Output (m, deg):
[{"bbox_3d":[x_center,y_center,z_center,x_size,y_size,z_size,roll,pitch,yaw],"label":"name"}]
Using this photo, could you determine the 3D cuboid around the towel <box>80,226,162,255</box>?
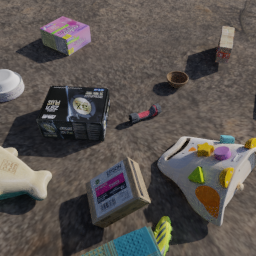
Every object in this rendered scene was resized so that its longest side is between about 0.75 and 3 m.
[{"bbox_3d":[-0.395,3.848,6.663,2.921,0.317,2.142,-24,49,-3],"label":"towel"}]

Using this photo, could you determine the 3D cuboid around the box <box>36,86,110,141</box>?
[{"bbox_3d":[-1.967,-0.591,10.662,2.364,1.018,1.936,4,48,3],"label":"box"}]

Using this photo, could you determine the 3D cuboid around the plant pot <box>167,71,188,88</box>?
[{"bbox_3d":[2.179,-2.091,12.461,0.954,0.441,0.954,0,48,0],"label":"plant pot"}]

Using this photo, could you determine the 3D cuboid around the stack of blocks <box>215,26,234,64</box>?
[{"bbox_3d":[4.723,-3.960,13.717,0.583,1.147,1.992,13,48,12],"label":"stack of blocks"}]

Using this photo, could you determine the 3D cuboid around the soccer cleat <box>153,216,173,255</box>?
[{"bbox_3d":[0.663,3.200,7.393,0.847,0.655,2.025,12,49,13],"label":"soccer cleat"}]

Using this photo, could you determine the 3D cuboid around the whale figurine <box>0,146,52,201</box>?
[{"bbox_3d":[-3.902,1.608,8.589,2.882,1.495,2.293,17,35,-16],"label":"whale figurine"}]

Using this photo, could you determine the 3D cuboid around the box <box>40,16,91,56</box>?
[{"bbox_3d":[-3.267,-4.870,14.700,1.947,0.941,1.713,28,53,23],"label":"box"}]

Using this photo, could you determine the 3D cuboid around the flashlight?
[{"bbox_3d":[0.668,-0.582,11.017,1.329,0.452,0.450,-18,81,-22],"label":"flashlight"}]

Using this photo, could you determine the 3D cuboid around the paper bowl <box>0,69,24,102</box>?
[{"bbox_3d":[-5.364,-1.915,12.047,1.578,0.821,1.578,-1,46,1],"label":"paper bowl"}]

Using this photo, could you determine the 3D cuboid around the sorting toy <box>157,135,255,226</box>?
[{"bbox_3d":[2.482,1.095,9.091,2.688,1.595,2.986,18,47,42],"label":"sorting toy"}]

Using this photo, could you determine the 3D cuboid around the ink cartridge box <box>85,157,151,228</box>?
[{"bbox_3d":[-0.343,1.863,8.099,1.676,0.630,1.381,-34,48,16],"label":"ink cartridge box"}]
